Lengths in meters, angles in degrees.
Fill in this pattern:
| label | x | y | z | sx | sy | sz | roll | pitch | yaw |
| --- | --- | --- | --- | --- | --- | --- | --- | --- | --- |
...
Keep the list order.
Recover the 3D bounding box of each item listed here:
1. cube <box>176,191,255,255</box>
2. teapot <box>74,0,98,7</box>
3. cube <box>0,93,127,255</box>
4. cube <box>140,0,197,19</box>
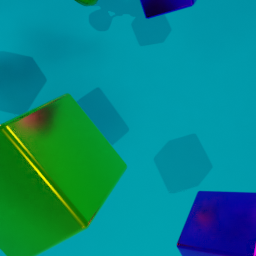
| label | x | y | z | sx | sy | sz | roll | pitch | yaw |
| --- | --- | --- | --- | --- | --- | --- | --- | --- | --- |
| cube | 1.298 | 1.429 | 3.467 | 0.913 | 0.913 | 0.913 | -51 | 122 | -43 |
| teapot | -0.791 | -2.678 | 5.254 | 0.568 | 1.160 | 0.721 | -46 | 72 | 31 |
| cube | -1.112 | 0.612 | 3.711 | 1.391 | 1.391 | 1.391 | -36 | 96 | 27 |
| cube | 0.613 | -2.261 | 4.274 | 0.785 | 0.785 | 0.785 | -5 | 35 | 29 |
